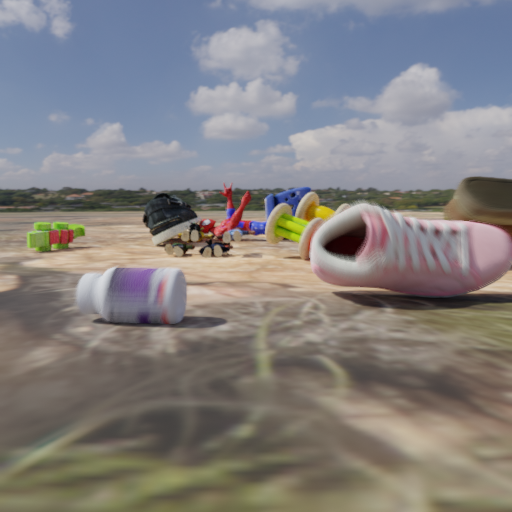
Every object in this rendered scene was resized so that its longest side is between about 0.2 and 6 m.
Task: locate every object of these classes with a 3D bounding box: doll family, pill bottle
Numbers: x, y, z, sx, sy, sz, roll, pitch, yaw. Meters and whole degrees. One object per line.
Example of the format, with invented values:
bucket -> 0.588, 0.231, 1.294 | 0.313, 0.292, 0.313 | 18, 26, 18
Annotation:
doll family -> -0.870, -0.282, 10.381 | 1.676, 0.657, 0.969 | 6, 2, 5
pill bottle -> -1.045, 0.331, 4.740 | 0.833, 0.464, 0.464 | 1, 6, 7

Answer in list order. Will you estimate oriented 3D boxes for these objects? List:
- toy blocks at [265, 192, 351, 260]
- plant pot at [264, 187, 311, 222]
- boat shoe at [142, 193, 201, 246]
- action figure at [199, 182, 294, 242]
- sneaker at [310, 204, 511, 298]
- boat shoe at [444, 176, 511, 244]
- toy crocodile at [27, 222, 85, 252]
toy blocks -> 1.500, -0.341, 9.781 | 2.136, 0.776, 1.781 | 23, 30, 28
plant pot -> 0.862, -1.114, 15.031 | 1.230, 1.368, 1.368 | -6, 6, 0
boat shoe -> -2.150, -1.001, 13.561 | 1.222, 1.084, 3.270 | -26, 7, 6
action figure -> 0.135, -1.116, 14.103 | 3.271, 1.619, 1.067 | -2, 5, 7
sneaker -> 1.531, -0.049, 5.589 | 2.085, 0.785, 1.090 | -1, -15, 12
boat shoe -> 4.405, -0.445, 8.604 | 3.153, 1.072, 1.134 | 11, 45, -2
toy crocodile -> -4.124, -0.403, 11.528 | 0.520, 0.569, 1.686 | 5, 6, 12
